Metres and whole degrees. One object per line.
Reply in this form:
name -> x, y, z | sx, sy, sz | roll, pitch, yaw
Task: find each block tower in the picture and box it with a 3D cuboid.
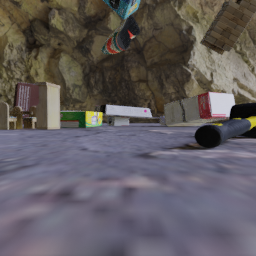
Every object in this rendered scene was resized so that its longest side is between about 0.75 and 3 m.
block tower -> 2.672, -2.946, 6.571 | 0.660, 2.446, 0.707 | 28, 20, -5

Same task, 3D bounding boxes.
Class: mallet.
mallet -> 0.997, -0.034, 2.644 | 0.646, 0.404, 1.963 | 2, 6, 42

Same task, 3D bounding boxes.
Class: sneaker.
sneaker -> -0.290, -3.125, 9.504 | 0.958, 0.722, 2.049 | -13, 34, 31

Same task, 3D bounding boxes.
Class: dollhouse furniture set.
dollhouse furniture set -> -2.651, -0.535, 7.096 | 1.688, 1.122, 1.480 | 0, 1, 11

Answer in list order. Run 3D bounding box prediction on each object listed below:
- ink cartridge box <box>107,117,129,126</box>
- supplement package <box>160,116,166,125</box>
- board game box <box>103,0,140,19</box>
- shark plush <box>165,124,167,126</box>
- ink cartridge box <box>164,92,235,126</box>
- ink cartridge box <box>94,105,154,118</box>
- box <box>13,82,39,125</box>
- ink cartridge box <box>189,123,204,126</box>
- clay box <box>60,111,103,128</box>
ink cartridge box -> -0.482, -0.323, 13.558 | 0.777, 0.441, 1.066 | 0, 1, -21
supplement package -> 2.179, -0.395, 15.366 | 0.526, 0.519, 0.867 | -1, 1, -26
board game box -> -0.575, -3.649, 5.727 | 0.536, 2.283, 1.723 | -45, -3, -21
shark plush -> 2.301, -0.368, 13.409 | 0.544, 0.594, 1.307 | 7, -2, -25
ink cartridge box -> 2.842, -0.696, 11.265 | 1.688, 0.983, 2.318 | -1, -9, -38
ink cartridge box -> -0.022, -0.767, 13.703 | 2.967, 0.550, 1.405 | 5, -1, -28
box -> -3.246, -0.773, 9.760 | 1.353, 1.367, 1.647 | 6, -1, -24
ink cartridge box -> 3.091, -0.221, 13.572 | 1.205, 0.263, 1.046 | -1, -23, -35
clay box -> -1.628, -0.278, 9.072 | 1.270, 0.526, 2.210 | 0, 1, 9
